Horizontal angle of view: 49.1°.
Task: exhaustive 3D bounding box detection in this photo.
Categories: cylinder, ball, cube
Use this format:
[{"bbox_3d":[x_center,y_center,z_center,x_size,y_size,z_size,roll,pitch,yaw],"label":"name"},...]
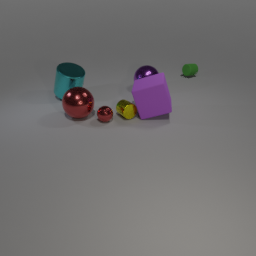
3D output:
[{"bbox_3d":[-2.930,-2.314,13.982,1.400,1.400,1.400,12,40,-10],"label":"cylinder"},{"bbox_3d":[-0.983,-0.609,12.029,0.700,0.700,0.700,0,30,0],"label":"ball"},{"bbox_3d":[-2.166,-1.105,12.217,1.400,1.400,1.400,0,30,0],"label":"ball"},{"bbox_3d":[-0.072,-0.836,12.362,0.700,0.700,0.700,-17,30,-27],"label":"cylinder"},{"bbox_3d":[1.078,-1.419,12.357,1.400,1.400,1.400,-13,27,14],"label":"cube"},{"bbox_3d":[3.756,-3.527,16.918,0.700,0.700,0.700,-13,31,-35],"label":"cylinder"},{"bbox_3d":[0.995,-2.616,14.858,1.400,1.400,1.400,0,30,0],"label":"ball"}]
